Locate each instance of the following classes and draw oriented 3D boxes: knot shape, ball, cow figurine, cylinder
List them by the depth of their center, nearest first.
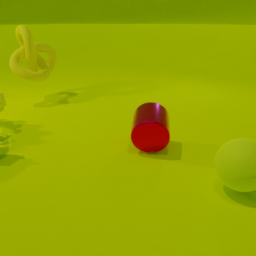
[{"bbox_3d":[1.853,0.594,4.542,0.863,0.863,0.863,0,22,0],"label":"ball"},{"bbox_3d":[-2.913,0.135,5.709,1.064,0.594,1.082,6,38,-40],"label":"cow figurine"},{"bbox_3d":[0.490,-0.018,6.045,0.810,0.810,0.810,2,35,5],"label":"cylinder"},{"bbox_3d":[-3.110,-2.333,9.523,0.926,2.004,1.876,-16,-13,16],"label":"knot shape"}]

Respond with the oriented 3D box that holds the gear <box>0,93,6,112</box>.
[{"bbox_3d":[-3.970,-0.540,6.957,1.697,0.314,1.697,-18,-8,-3],"label":"gear"}]
